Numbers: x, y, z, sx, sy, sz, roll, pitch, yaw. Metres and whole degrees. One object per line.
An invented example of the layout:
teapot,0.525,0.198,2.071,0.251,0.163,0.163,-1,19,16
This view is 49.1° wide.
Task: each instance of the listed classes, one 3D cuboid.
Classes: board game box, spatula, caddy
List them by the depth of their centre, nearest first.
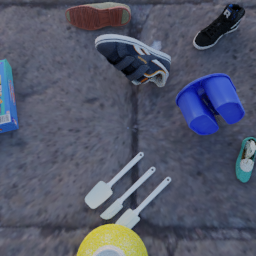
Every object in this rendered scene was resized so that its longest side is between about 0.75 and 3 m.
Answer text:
caddy,2.045,-0.628,7.044,1.405,1.988,1.043,-27,63,22
spatula,0.034,1.576,7.072,1.957,0.157,1.361,-43,73,-15
board game box,-4.071,-0.811,7.895,1.630,0.482,2.143,-13,68,-5

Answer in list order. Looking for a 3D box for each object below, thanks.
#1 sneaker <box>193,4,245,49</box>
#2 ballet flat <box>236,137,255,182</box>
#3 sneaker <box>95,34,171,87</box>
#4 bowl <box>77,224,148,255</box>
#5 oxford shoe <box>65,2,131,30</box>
sneaker,2.800,-3.230,8.626,1.797,1.005,0.656,-35,72,-13
ballet flat,3.085,0.773,7.261,0.421,0.440,1.249,17,69,6
sneaker,0.202,-1.777,7.665,2.363,0.927,0.938,11,77,-28
bowl,-0.387,2.953,6.050,1.701,0.916,1.701,-1,69,3
oxford shoe,-0.944,-3.680,9.100,2.116,0.749,0.781,3,41,3
